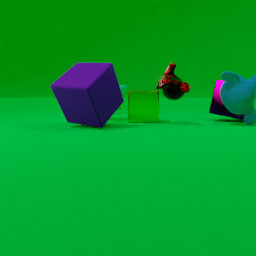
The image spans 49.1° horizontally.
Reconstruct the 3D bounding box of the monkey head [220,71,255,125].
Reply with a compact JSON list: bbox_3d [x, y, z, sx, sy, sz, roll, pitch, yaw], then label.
[{"bbox_3d":[3.282,-1.021,7.859,1.278,1.776,1.070,-22,22,33],"label":"monkey head"}]

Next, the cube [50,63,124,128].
[{"bbox_3d":[-1.035,-0.907,7.458,1.227,1.227,1.227,8,44,30],"label":"cube"}]

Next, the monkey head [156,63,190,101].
[{"bbox_3d":[1.352,-1.313,8.166,0.826,0.986,1.370,25,-2,-11],"label":"monkey head"}]

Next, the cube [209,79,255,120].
[{"bbox_3d":[3.498,-0.917,9.281,1.126,1.126,1.126,15,9,32],"label":"cube"}]

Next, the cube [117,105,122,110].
[{"bbox_3d":[-0.979,-1.190,9.895,1.150,1.150,1.150,-14,-11,11],"label":"cube"}]

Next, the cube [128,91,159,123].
[{"bbox_3d":[0.491,-0.722,9.158,0.986,0.986,0.986,0,8,1],"label":"cube"}]

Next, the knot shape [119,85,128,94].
[{"bbox_3d":[-0.711,-1.625,13.041,1.516,1.621,0.749,-21,45,-27],"label":"knot shape"}]
